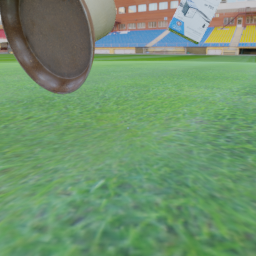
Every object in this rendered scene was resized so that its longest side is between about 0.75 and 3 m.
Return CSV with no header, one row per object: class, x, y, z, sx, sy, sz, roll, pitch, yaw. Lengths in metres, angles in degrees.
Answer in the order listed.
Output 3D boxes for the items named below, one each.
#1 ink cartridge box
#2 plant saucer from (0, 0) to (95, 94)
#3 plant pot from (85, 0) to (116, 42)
ink cartridge box,2.463,-4.239,10.410,1.310,1.789,0.768,27,13,1
plant saucer,-1.735,-2.160,6.175,2.860,2.860,0.493,11,34,33
plant pot,-2.306,-3.549,9.246,2.733,2.733,2.918,10,47,31
